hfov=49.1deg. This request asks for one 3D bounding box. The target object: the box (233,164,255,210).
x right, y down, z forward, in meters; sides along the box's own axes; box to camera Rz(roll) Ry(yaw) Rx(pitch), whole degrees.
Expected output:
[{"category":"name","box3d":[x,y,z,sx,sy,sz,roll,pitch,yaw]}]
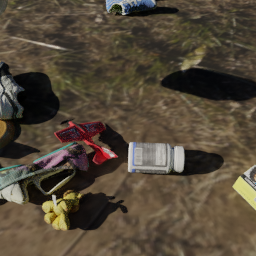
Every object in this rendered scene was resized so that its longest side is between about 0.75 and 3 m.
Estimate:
[{"category":"box","box3d":[4.181,1.099,7.493,2.727,0.683,1.026,-28,58,-19]}]

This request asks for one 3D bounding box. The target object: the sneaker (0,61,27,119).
[{"category":"sneaker","box3d":[-3.920,-1.203,9.252,1.101,0.950,2.512,2,50,-24]}]

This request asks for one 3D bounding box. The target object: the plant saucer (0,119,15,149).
[{"category":"plant saucer","box3d":[-4.129,0.120,8.523,1.284,0.227,1.284,0,53,0]}]

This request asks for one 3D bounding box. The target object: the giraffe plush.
[{"category":"giraffe plush","box3d":[-1.535,1.904,6.919,0.856,0.992,0.804,23,26,24]}]

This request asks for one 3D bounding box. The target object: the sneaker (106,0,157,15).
[{"category":"sneaker","box3d":[0.139,-5.411,12.413,2.309,0.874,0.890,4,69,7]}]

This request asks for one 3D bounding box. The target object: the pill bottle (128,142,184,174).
[{"category":"pill bottle","box3d":[0.756,0.822,7.617,1.460,0.830,0.830,3,53,2]}]

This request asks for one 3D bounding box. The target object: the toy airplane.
[{"category":"toy airplane","box3d":[-1.081,0.339,7.917,2.014,0.370,2.014,22,26,-11]}]

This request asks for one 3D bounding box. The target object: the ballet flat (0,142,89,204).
[{"category":"ballet flat","box3d":[-2.433,1.309,7.262,2.986,1.032,1.063,-19,75,-15]}]

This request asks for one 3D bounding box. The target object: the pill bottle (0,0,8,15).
[{"category":"pill bottle","box3d":[-3.688,-2.988,6.037,2.063,1.160,1.160,17,55,17]}]
